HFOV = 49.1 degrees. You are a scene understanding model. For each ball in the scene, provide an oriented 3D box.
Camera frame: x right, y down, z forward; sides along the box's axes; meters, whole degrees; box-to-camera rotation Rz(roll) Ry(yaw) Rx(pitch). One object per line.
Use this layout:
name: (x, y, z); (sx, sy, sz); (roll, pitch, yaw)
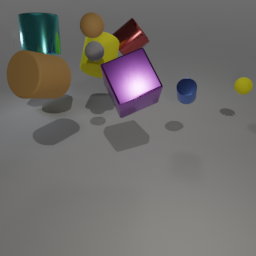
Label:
ball: (4.698, -1.709, 11.411); (0.700, 0.700, 0.700); (0, 31, 0)
ball: (-1.031, -2.943, 8.042); (0.700, 0.700, 0.700); (0, 31, 0)
ball: (-1.200, -2.753, 10.051); (0.700, 0.700, 0.700); (0, 31, 0)

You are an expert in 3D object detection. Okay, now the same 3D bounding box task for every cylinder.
cylinder: (-2.753, -1.624, 8.764); (1.400, 1.400, 1.400); (16, 13, 25)
cylinder: (0.091, -4.317, 13.575); (1.400, 1.400, 1.400); (-36, 29, 13)
cylinder: (-3.213, -3.406, 10.270); (1.400, 1.400, 1.400); (-1, 16, 0)
cylinder: (-1.137, -2.935, 11.353); (1.400, 1.400, 1.400); (8, -12, 2)
cylinder: (2.085, -1.301, 9.956); (0.700, 0.700, 0.700); (-4, 68, 10)

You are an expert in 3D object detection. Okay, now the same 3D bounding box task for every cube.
cube: (0.098, -1.351, 8.715); (1.400, 1.400, 1.400); (-24, 77, -5)
